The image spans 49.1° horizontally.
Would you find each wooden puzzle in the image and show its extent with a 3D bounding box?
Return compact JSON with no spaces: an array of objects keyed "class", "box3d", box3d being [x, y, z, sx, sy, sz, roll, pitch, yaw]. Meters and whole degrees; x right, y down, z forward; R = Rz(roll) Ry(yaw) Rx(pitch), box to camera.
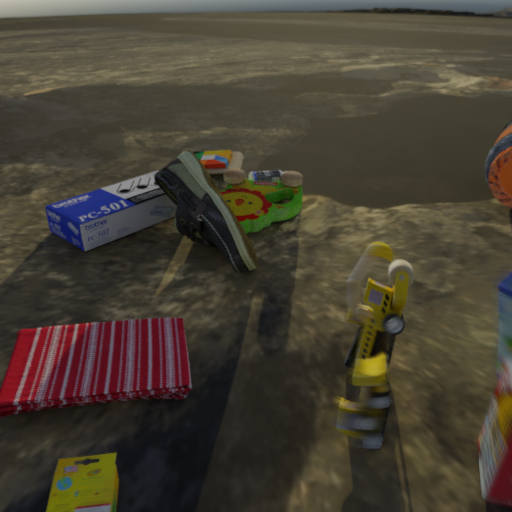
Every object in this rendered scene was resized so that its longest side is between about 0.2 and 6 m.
[{"class":"wooden puzzle","box3d":[-1.099,-2.231,13.191,1.503,0.280,1.391,2,29,4]}]

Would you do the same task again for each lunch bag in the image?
[{"class":"lunch bag","box3d":[3.709,0.636,6.281,1.882,1.601,1.200,-33,41,-22]}]

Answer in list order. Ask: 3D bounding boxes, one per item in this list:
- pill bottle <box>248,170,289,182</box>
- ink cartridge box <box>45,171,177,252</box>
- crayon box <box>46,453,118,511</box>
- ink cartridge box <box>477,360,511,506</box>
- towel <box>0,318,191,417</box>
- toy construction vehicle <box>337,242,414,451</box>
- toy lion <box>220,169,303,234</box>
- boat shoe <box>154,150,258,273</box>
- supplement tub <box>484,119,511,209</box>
[{"class":"pill bottle","box3d":[0.307,-1.531,11.697,0.881,0.501,0.501,-5,29,-10]},{"class":"ink cartridge box","box3d":[-2.464,-0.913,10.519,1.194,0.562,2.540,23,37,37]},{"class":"crayon box","box3d":[-1.584,2.261,5.134,0.585,0.234,0.922,-4,30,-6]},{"class":"ink cartridge box","box3d":[2.430,1.732,5.134,0.476,1.136,0.997,10,31,12]},{"class":"towel","box3d":[-1.939,1.298,6.877,2.185,0.246,1.580,-4,27,-10]},{"class":"toy construction vehicle","box3d":[1.228,0.874,6.214,0.670,1.903,1.656,11,13,11]},{"class":"toy lion","box3d":[-0.048,-0.994,10.757,1.859,0.638,1.782,3,36,4]},{"class":"boat shoe","box3d":[-0.928,-0.669,9.593,0.972,1.057,2.957,-30,52,-3]},{"class":"supplement tub","box3d":[5.594,-1.962,11.352,1.600,1.600,2.611,16,34,26]}]
